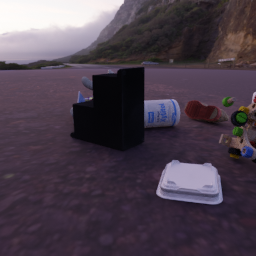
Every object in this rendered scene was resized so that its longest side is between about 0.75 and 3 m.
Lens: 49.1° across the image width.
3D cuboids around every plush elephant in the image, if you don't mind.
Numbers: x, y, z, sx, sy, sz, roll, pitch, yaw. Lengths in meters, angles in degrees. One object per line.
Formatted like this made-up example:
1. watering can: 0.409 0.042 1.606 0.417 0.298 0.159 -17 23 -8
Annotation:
1. plush elephant: -1.047 -1.246 11.118 2.640 2.044 2.174 -2 15 -7

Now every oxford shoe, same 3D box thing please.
1. oxford shoe: 3.201 -0.601 11.655 0.835 0.787 2.234 18 8 -28

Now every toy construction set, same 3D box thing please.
1. toy construction set: 3.291 0.038 7.137 2.020 1.685 1.552 -8 -6 -9

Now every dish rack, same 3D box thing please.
1. dish rack: 1.318 1.062 5.924 1.282 0.325 1.494 4 17 14

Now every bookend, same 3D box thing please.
1. bookend: -0.716 -0.717 8.699 2.324 2.310 1.071 10 19 37

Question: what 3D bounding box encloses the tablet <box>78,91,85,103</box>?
1. tablet: -1.887 -0.891 11.164 0.068 0.996 0.648 -5 -28 12

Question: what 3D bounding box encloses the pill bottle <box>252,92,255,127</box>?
1. pill bottle: 5.707 -0.581 10.092 2.332 1.317 1.317 8 17 22

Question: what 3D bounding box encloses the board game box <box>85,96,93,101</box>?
1. board game box: -1.601 -1.690 16.206 1.236 0.332 2.059 0 15 17

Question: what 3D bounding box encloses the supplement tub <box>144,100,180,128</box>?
1. supplement tub: 1.059 -0.537 10.482 1.549 1.022 1.022 -5 16 -14
